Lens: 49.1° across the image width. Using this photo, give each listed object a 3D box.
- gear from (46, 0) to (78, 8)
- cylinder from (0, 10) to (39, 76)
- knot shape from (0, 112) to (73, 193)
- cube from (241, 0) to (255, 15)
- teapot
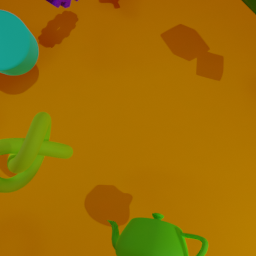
[{"bbox_3d":[-1.444,-3.885,6.811,0.341,1.844,1.844,34,70,8],"label":"gear"},{"bbox_3d":[-2.881,-1.950,6.640,1.294,1.294,1.294,-1,96,-9],"label":"cylinder"},{"bbox_3d":[-1.991,0.512,5.906,1.974,1.847,0.912,-39,77,19],"label":"knot shape"},{"bbox_3d":[3.288,-3.327,6.332,1.048,1.048,1.048,-30,67,1],"label":"cube"},{"bbox_3d":[0.377,1.950,4.799,1.985,1.234,0.972,-6,54,31],"label":"teapot"}]
